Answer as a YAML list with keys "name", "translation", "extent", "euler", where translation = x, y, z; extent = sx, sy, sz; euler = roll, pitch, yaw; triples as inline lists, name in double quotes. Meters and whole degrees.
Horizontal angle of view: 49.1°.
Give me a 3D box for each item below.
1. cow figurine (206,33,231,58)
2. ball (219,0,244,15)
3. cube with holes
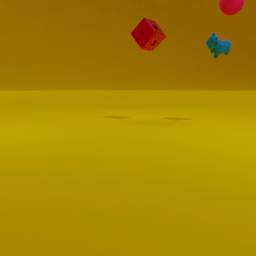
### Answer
- name: "cow figurine"
  translation: [3.085, -2.818, 9.454]
  extent: [0.941, 0.516, 0.925]
  euler: [-14, -30, -7]
- name: "ball"
  translation: [3.392, -4.097, 9.162]
  extent: [0.772, 0.772, 0.772]
  euler: [0, 8, 0]
- name: "cube with holes"
  translation: [0.728, -3.316, 9.990]
  extent: [0.759, 0.759, 0.759]
  euler: [-41, -17, 34]
